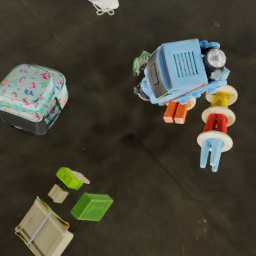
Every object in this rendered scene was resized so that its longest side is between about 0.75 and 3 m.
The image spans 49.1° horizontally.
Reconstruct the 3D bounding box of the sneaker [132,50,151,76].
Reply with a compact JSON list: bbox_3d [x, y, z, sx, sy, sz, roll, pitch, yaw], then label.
[{"bbox_3d":[0.541,-2.452,10.567,0.576,0.528,1.353,19,57,12],"label":"sneaker"}]

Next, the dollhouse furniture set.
[{"bbox_3d":[-1.665,2.281,7.291,1.375,1.054,2.100,36,91,29],"label":"dollhouse furniture set"}]

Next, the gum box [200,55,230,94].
[{"bbox_3d":[2.381,-2.042,10.320,2.000,0.445,1.699,-30,60,-18],"label":"gum box"}]

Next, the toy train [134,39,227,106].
[{"bbox_3d":[1.088,-1.182,6.538,1.555,2.721,1.180,-10,88,-14],"label":"toy train"}]

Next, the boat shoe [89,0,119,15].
[{"bbox_3d":[-1.019,-5.574,12.556,0.922,1.064,2.496,-32,32,-14],"label":"boat shoe"}]

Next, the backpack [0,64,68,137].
[{"bbox_3d":[-3.025,-1.086,9.044,1.909,1.619,2.150,18,52,12],"label":"backpack"}]

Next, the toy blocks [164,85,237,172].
[{"bbox_3d":[2.093,-0.295,8.496,2.363,1.029,2.835,24,57,-6],"label":"toy blocks"}]
